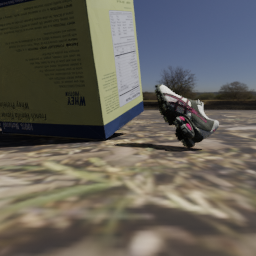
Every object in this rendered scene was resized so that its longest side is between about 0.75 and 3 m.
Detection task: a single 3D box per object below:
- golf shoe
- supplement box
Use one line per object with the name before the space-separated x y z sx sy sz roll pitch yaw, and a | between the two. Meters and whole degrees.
golf shoe | 0.897 -0.281 4.638 0.609 0.534 1.384 -24 51 -6
supplement box | -1.406 -1.455 6.168 2.871 2.868 1.927 2 20 27
